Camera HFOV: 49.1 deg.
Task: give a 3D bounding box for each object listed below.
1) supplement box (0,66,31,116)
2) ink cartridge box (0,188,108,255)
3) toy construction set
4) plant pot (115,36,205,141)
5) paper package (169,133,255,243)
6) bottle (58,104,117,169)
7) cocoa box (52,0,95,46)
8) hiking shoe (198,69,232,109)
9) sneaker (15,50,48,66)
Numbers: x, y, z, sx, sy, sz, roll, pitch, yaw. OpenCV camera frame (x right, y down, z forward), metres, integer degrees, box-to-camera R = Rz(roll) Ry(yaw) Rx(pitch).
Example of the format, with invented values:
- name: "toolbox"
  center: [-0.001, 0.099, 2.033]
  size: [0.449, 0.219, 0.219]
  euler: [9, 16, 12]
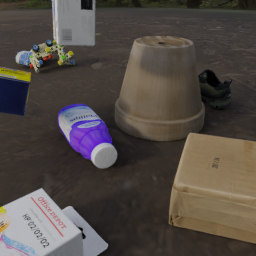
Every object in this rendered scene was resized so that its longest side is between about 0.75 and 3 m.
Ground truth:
- name: "supplement box"
  center: [-2.740, -0.901, 6.578]
  size: [0.787, 0.782, 1.437]
  euler: [9, 17, -21]
- name: "ink cartridge box"
  center: [-1.549, 1.751, 4.144]
  size: [2.263, 0.768, 1.303]
  euler: [-22, 35, -36]
- name: "toy construction set"
  center: [-3.813, -3.452, 13.574]
  size: [2.276, 1.492, 1.048]
  euler: [-28, 2, -33]
- name: "plant pot"
  center: [0.978, -1.328, 8.222]
  size: [2.777, 2.410, 2.777]
  euler: [1, 27, 0]
- name: "paper package"
  center: [1.837, 1.034, 5.269]
  size: [1.808, 0.981, 1.897]
  euler: [8, 28, 15]
- name: "bottle"
  center: [-1.030, 0.148, 7.121]
  size: [1.019, 0.797, 2.440]
  euler: [-14, 31, -22]
- name: "cocoa box"
  center: [-1.082, -2.250, 5.538]
  size: [0.750, 1.124, 0.738]
  euler: [-6, 27, -20]
- name: "hiking shoe"
  center: [2.630, -1.559, 9.918]
  size: [0.893, 1.188, 2.359]
  euler: [-24, 36, -37]
- name: "sneaker"
  center: [-4.657, -3.612, 14.372]
  size: [0.866, 0.851, 2.248]
  euler: [28, 41, 18]
